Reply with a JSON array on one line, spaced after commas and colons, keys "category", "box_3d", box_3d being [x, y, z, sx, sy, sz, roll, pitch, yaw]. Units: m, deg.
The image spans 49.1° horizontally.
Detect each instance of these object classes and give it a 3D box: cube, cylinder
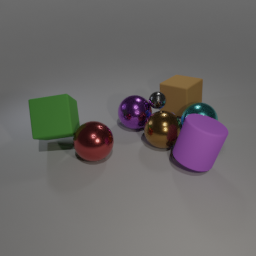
[{"category": "cube", "box_3d": [2.390, -1.454, 12.592, 1.400, 1.400, 1.400, 18, 36, 37]}, {"category": "cube", "box_3d": [-2.617, -0.351, 10.190, 1.400, 1.400, 1.400, -8, -4, 2]}, {"category": "cylinder", "box_3d": [2.339, 0.458, 9.164, 1.400, 1.400, 1.400, 13, 27, -7]}]

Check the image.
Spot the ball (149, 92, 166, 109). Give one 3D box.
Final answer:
[{"category": "ball", "box_3d": [1.169, -1.092, 11.091, 0.700, 0.700, 0.700, 0, 32, 0]}]

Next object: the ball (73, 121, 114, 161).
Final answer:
[{"category": "ball", "box_3d": [-1.192, 0.456, 9.715, 1.400, 1.400, 1.400, 0, 32, 0]}]

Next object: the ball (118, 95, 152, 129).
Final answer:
[{"category": "ball", "box_3d": [0.282, -0.646, 11.470, 1.400, 1.400, 1.400, 0, 32, 0]}]

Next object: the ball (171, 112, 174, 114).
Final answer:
[{"category": "ball", "box_3d": [1.691, -0.311, 11.592, 0.700, 0.700, 0.700, 0, 32, 0]}]

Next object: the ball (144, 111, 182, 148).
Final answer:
[{"category": "ball", "box_3d": [1.290, 0.056, 10.353, 1.400, 1.400, 1.400, 0, 32, 0]}]

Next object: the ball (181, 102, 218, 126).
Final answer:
[{"category": "ball", "box_3d": [2.775, -0.296, 10.897, 1.400, 1.400, 1.400, 0, 32, 0]}]
